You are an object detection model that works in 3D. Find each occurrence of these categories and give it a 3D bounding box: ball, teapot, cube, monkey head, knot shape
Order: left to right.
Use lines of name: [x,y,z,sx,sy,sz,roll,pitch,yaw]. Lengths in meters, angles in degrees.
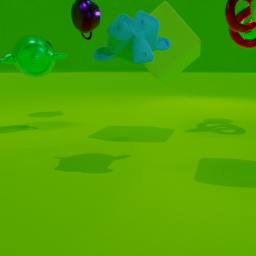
teapot: [-2.697,-1.977,7.887,1.920,1.194,0.940,-9,23,-16]
teapot: [-1.524,-4.353,10.665,1.001,2.044,1.271,-19,44,-33]
monkey head: [0.137,-1.545,5.320,1.589,1.143,0.957,-12,-20,-6]
cube: [0.977,-2.186,7.574,1.394,1.394,1.394,-40,-9,11]
ball: [4.013,-3.376,9.337,0.895,0.895,0.895,0,12,0]
knot shape: [3.654,-3.174,8.361,1.768,1.654,0.817,-3,46,-1]

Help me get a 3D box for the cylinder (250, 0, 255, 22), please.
cylinder: [2.825,-2.413,5.030,1.036,1.036,1.036,4,2,16]
